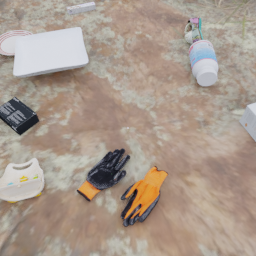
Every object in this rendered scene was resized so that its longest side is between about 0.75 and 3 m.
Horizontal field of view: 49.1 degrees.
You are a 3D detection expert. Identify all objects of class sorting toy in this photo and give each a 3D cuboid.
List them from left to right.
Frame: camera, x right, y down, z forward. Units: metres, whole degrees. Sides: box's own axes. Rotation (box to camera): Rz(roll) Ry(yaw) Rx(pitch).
[{"bbox_3d":[-2.817,1.294,7.481,1.238,0.661,1.115,-13,46,-8],"label":"sorting toy"}]

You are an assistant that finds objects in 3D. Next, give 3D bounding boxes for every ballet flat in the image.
[{"bbox_3d":[2.690,-3.878,11.444,0.728,0.707,2.045,-8,45,17],"label":"ballet flat"}]

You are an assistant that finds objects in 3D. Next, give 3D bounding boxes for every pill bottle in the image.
[{"bbox_3d":[2.710,-2.307,10.014,0.897,0.897,1.650,1,52,1],"label":"pill bottle"}]

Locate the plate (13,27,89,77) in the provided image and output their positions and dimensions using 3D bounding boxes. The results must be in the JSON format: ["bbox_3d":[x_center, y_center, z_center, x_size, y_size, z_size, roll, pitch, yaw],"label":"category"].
[{"bbox_3d":[-2.841,-2.768,10.359,2.558,0.414,2.564,-11,48,-7],"label":"plate"}]

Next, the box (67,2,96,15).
[{"bbox_3d":[-2.144,-5.493,12.863,1.304,0.270,0.252,-19,55,-13],"label":"box"}]

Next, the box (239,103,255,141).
[{"bbox_3d":[3.986,-0.147,8.422,0.552,0.790,1.038,-17,55,-13],"label":"box"}]

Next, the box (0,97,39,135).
[{"bbox_3d":[-3.487,-0.391,8.834,1.117,0.440,0.788,35,63,24],"label":"box"}]

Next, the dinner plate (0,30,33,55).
[{"bbox_3d":[-4.534,-3.403,11.302,1.648,0.200,1.648,-1,53,1],"label":"dinner plate"}]

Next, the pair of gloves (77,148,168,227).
[{"bbox_3d":[-0.118,1.510,7.508,2.042,0.252,1.819,27,58,22],"label":"pair of gloves"}]
